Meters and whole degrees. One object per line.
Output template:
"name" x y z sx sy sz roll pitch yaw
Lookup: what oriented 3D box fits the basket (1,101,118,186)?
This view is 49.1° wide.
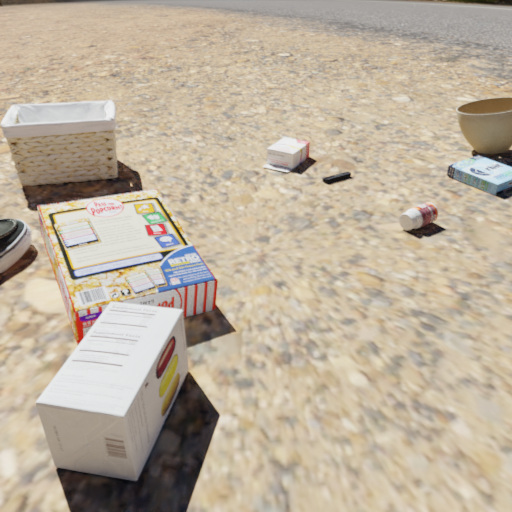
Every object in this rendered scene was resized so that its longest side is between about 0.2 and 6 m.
"basket" -4.755 -2.836 13.998 2.588 1.597 1.754 -6 31 -11

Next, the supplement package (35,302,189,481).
"supplement package" -1.691 1.611 7.109 1.081 1.123 1.974 5 32 11

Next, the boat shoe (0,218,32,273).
"boat shoe" -5.420 -0.080 9.881 1.160 1.142 3.219 18 35 27

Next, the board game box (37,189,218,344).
"board game box" -2.313 -0.007 9.713 2.296 0.702 3.030 -12 41 -24

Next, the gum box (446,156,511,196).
"gum box" 5.703 -2.018 13.874 1.214 0.318 1.429 -20 36 -29

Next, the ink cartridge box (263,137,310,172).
"ink cartridge box" 0.798 -2.690 14.853 0.791 0.458 1.358 15 34 23

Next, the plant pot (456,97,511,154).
"plant pot" 6.460 -3.502 15.303 1.852 1.243 1.852 -10 25 5

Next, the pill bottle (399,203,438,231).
"pill bottle" 3.418 -0.822 11.793 0.800 0.438 0.438 -21 37 -30

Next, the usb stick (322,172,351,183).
"usb stick" 2.009 -1.963 13.971 0.818 0.133 0.227 -19 24 -28
